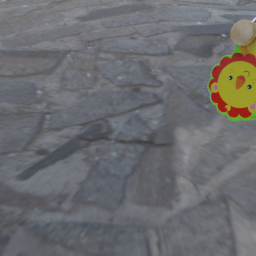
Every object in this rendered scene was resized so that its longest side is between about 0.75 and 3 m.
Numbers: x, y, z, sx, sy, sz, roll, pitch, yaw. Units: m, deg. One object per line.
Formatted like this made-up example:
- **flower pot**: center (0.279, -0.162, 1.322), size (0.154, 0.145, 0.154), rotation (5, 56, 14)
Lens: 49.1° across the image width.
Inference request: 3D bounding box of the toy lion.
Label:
- **toy lion**: center (2.445, -0.931, 5.226), size (0.666, 1.859, 1.939), rotation (-8, 29, -39)

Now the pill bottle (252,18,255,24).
- **pill bottle**: center (3.821, -2.221, 6.972), size (0.876, 0.876, 1.603), rotation (-16, 43, -17)
